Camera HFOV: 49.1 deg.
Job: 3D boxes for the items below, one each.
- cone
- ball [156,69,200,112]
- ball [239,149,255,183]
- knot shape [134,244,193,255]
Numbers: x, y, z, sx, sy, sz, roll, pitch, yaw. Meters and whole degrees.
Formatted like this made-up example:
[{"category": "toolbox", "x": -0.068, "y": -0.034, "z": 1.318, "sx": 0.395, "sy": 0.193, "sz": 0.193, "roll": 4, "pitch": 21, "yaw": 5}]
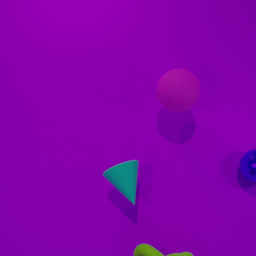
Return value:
[{"category": "cone", "x": -0.017, "y": 1.484, "z": 7.161, "sx": 0.992, "sy": 0.992, "sz": 0.996, "roll": -20, "pitch": 71, "yaw": -7}, {"category": "ball", "x": 1.405, "y": -1.044, "z": 7.851, "sx": 1.211, "sy": 1.211, "sz": 1.211, "roll": 0, "pitch": 71, "yaw": 0}, {"category": "ball", "x": 3.600, "y": 1.046, "z": 7.766, "sx": 0.947, "sy": 0.947, "sz": 0.947, "roll": 0, "pitch": 71, "yaw": 0}, {"category": "knot shape", "x": 0.878, "y": 3.357, "z": 6.682, "sx": 1.775, "sy": 1.896, "sz": 0.876, "roll": -9, "pitch": 58, "yaw": 40}]
